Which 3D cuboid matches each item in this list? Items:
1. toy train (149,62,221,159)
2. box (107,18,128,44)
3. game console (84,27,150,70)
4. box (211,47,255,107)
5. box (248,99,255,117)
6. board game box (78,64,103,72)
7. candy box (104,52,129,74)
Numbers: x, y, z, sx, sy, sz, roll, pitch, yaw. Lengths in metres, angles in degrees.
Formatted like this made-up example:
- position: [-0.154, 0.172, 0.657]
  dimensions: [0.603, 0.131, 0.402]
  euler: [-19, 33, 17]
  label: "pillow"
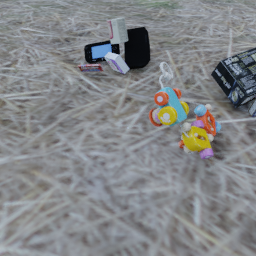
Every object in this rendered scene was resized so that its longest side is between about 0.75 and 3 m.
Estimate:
- position: [1.378, -0.279, 6.983]
  dimensions: [0.739, 2.658, 1.997]
  euler: [-29, 36, 34]
  label: "toy train"
- position: [-0.388, -3.680, 10.619]
  dimensions: [0.477, 0.875, 0.560]
  euler: [7, 27, 35]
  label: "box"
- position: [-0.463, -3.040, 11.167]
  dimensions: [2.719, 0.328, 1.604]
  euler: [-6, 80, 15]
  label: "game console"
- position: [3.781, -1.634, 8.833]
  dimensions: [1.713, 0.738, 1.403]
  euler: [-23, 70, -20]
  label: "box"
- position: [4.585, -0.963, 8.342]
  dimensions: [1.791, 1.085, 0.290]
  euler: [-16, 59, -9]
  label: "box"
- position: [-1.399, -2.250, 10.528]
  dimensions: [0.869, 0.448, 0.085]
  euler: [0, 73, 10]
  label: "board game box"
- position: [-0.429, -2.458, 10.583]
  dimensions: [0.302, 0.709, 0.845]
  euler: [-47, 38, -8]
  label: "candy box"
